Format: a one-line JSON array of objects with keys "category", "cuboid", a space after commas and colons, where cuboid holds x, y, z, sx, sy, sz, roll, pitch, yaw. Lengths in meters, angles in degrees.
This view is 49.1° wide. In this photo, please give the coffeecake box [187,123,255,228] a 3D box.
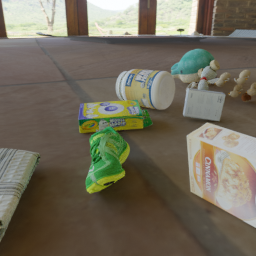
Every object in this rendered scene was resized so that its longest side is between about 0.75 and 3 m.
[{"category": "coffeecake box", "cuboid": [1.766, 0.759, 4.425, 0.586, 1.231, 1.603, -28, 33, -31]}]

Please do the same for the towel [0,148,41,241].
[{"category": "towel", "cuboid": [-3.099, 0.941, 4.557, 2.770, 0.497, 2.877, 7, 22, -7]}]

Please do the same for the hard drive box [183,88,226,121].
[{"category": "hard drive box", "cuboid": [2.303, -0.719, 8.549, 1.092, 0.851, 0.419, 9, 16, 3]}]

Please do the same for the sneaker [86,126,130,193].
[{"category": "sneaker", "cuboid": [-0.496, 0.547, 5.395, 0.766, 0.864, 2.068, -30, 12, 13]}]

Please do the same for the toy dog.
[{"category": "toy dog", "cuboid": [3.347, -1.934, 11.557, 1.844, 0.888, 1.216, -54, 17, -22]}]

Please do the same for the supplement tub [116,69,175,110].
[{"category": "supplement tub", "cuboid": [0.589, -1.369, 9.705, 1.771, 1.281, 1.281, 13, 25, 36]}]

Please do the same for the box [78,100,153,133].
[{"category": "box", "cuboid": [-0.375, -0.373, 8.195, 2.058, 0.498, 1.207, -3, 27, -6]}]

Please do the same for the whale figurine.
[{"category": "whale figurine", "cuboid": [3.074, -3.129, 13.721, 2.212, 1.442, 2.780, -18, 21, -10]}]

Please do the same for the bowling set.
[{"category": "bowling set", "cuboid": [4.189, -1.410, 9.968, 1.835, 1.277, 0.985, -8, 24, 39]}]
